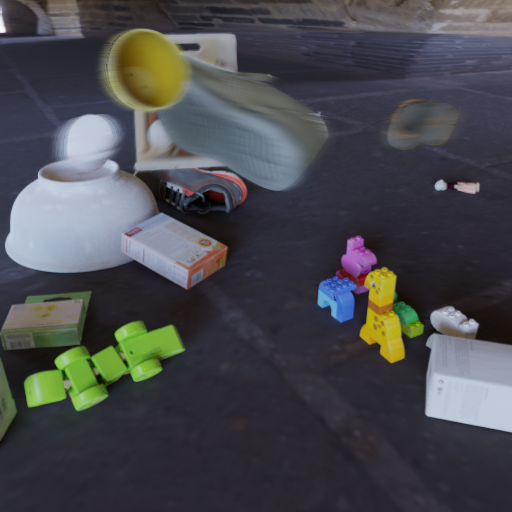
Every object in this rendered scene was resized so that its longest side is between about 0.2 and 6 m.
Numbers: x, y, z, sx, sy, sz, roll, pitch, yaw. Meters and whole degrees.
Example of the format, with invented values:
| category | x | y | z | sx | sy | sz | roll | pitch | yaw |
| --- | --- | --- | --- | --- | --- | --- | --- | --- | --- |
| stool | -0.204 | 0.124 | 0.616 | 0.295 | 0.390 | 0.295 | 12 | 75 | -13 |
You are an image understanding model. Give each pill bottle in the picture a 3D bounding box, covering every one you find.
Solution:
| category | x | y | z | sx | sy | sz | roll | pitch | yaw |
| --- | --- | --- | --- | --- | --- | --- | --- | --- | --- |
| pill bottle | -1.761 | -1.191 | 5.929 | 0.453 | 0.453 | 0.799 | -11 | 1 | -20 |

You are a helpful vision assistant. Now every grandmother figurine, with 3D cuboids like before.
| category | x | y | z | sx | sy | sz | roll | pitch | yaw |
| --- | --- | --- | --- | --- | --- | --- | --- | --- | --- |
| grandmother figurine | 4.982 | -1.723 | 13.923 | 1.017 | 0.308 | 0.617 | 4 | 4 | 14 |

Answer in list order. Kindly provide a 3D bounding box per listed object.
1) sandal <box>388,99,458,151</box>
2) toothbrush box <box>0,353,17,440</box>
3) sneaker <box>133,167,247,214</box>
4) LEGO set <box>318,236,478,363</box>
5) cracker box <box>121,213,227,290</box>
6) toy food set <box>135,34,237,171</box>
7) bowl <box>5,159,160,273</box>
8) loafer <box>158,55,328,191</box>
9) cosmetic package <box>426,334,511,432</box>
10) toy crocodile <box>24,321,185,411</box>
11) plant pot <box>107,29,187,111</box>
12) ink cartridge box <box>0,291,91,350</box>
| category | x | y | z | sx | sy | sz | roll | pitch | yaw |
| --- | --- | --- | --- | --- | --- | --- | --- | --- | --- |
| sandal | 2.649 | -2.241 | 9.468 | 0.599 | 0.897 | 2.195 | 16 | 13 | -10 |
| toothbrush box | -3.948 | 1.591 | 6.545 | 1.815 | 1.329 | 0.774 | -1 | 28 | 2 |
| sneaker | -1.644 | -1.497 | 12.746 | 2.737 | 1.055 | 1.121 | 5 | 35 | 11 |
| LEGO set | 1.914 | 0.565 | 8.567 | 1.151 | 1.238 | 3.017 | -16 | 32 | -26 |
| cracker box | -1.532 | -0.123 | 10.423 | 1.671 | 0.482 | 1.119 | 28 | 37 | 24 |
| toy food set | -1.230 | -2.836 | 10.177 | 2.021 | 0.851 | 2.816 | -4 | 70 | -6 |
| bowl | -3.504 | -1.073 | 11.426 | 3.290 | 1.478 | 3.290 | -1 | 28 | 0 |
| loafer | -0.331 | -2.067 | 8.224 | 1.197 | 1.292 | 3.437 | -30 | 52 | -29 |
| cosmetic package | 3.093 | 1.635 | 7.080 | 1.739 | 0.738 | 0.936 | 9 | 28 | 15 |
| toy crocodile | -1.966 | 1.482 | 7.534 | 2.203 | 0.680 | 0.744 | -21 | 75 | -37 |
| plant pot | -1.056 | -1.646 | 5.186 | 0.715 | 0.715 | 0.507 | -14 | 5 | -25 |
| ink cartridge box | -3.289 | 0.882 | 8.937 | 1.121 | 0.369 | 1.541 | -4 | 30 | -7 |
